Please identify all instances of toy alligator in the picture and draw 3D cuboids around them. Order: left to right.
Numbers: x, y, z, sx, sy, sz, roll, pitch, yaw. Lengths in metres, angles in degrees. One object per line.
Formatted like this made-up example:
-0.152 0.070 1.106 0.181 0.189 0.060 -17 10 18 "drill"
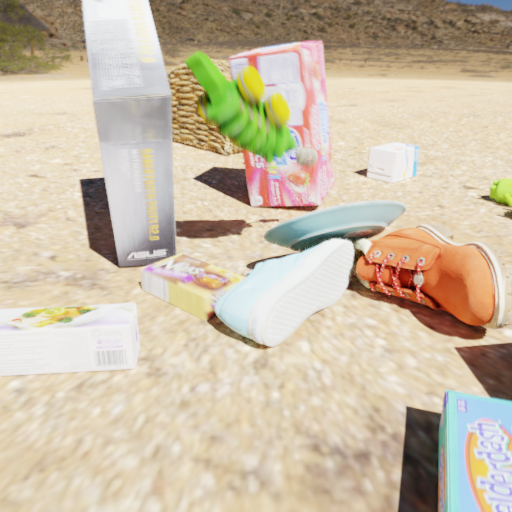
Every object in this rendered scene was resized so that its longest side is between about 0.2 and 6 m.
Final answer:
0.089 -1.780 8.180 0.912 0.835 3.077 -20 -31 31 "toy alligator"

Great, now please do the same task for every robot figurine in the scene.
5.556 -1.375 12.099 0.931 0.538 0.816 18 50 36 "robot figurine"

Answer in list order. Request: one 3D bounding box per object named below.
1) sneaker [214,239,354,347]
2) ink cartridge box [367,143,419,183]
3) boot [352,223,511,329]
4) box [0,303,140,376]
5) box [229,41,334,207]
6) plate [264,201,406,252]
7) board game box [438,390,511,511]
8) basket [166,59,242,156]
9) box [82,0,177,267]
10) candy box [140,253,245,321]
0.423 0.282 7.427 1.026 0.925 2.504 18 26 31 "sneaker"
3.489 -2.391 14.281 1.096 0.793 0.807 -20 29 -41 "ink cartridge box"
2.182 0.286 7.435 1.514 1.060 2.824 -5 14 -7 "boot"
-2.802 0.947 6.198 2.962 0.614 0.573 -3 21 -5 "box"
0.617 -2.693 11.636 1.557 3.124 1.492 1 25 23 "box"
1.161 -0.360 8.199 2.104 0.269 2.104 -10 -11 -2 "plate"
2.537 1.858 3.989 2.357 0.530 1.793 8 24 16 "board game box"
-0.988 -5.020 18.309 2.816 2.697 3.779 -18 28 -36 "basket"
-2.035 -2.341 8.919 0.965 3.161 3.991 -8 51 -13 "box"
-0.888 0.397 7.858 1.363 0.385 0.795 21 31 38 "candy box"
